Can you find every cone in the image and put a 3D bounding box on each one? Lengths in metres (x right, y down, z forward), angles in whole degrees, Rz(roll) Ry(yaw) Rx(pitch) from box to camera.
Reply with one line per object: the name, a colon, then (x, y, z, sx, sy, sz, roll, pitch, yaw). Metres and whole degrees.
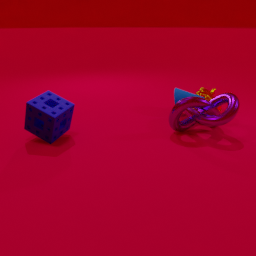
cone: (2.085, -0.944, 9.328, 0.923, 0.919, 0.919, -5, 19, 20)

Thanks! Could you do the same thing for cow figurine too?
cow figurine: (2.858, -0.939, 9.896, 1.338, 0.746, 1.359, -3, 36, -38)

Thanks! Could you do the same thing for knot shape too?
knot shape: (2.234, -0.460, 7.910, 1.814, 0.896, 1.939, -10, -2, 42)

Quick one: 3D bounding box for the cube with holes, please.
cube with holes: (-2.107, -0.304, 7.516, 0.882, 0.882, 0.882, 28, 36, 11)
